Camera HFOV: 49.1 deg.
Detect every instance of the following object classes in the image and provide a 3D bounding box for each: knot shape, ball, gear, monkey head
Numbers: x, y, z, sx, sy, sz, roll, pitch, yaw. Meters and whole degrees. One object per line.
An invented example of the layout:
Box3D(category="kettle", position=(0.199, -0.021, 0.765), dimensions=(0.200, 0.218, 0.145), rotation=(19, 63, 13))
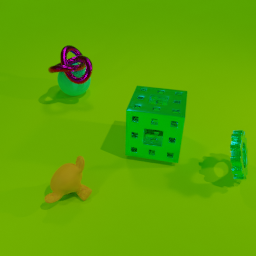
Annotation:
Box3D(category="knot shape", position=(-1.617, -1.852, 8.432), dimensions=(1.247, 0.616, 1.333), rotation=(32, 58, 16))
Box3D(category="ball", position=(-1.757, -1.586, 9.147), dimensions=(1.068, 1.068, 1.068), rotation=(0, 39, 0))
Box3D(category="gear", position=(2.530, 0.613, 6.340), dimensions=(0.207, 1.117, 1.117), rotation=(-3, 34, 31))
Box3D(category="monkey head", position=(-1.189, 1.178, 5.928), dimensions=(0.833, 0.697, 1.157), rotation=(36, 80, 15))

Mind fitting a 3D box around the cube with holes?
Box3D(category="cube with holes", position=(0.719, -0.129, 7.028), dimensions=(1.315, 1.315, 1.315), rotation=(8, 34, 9))
